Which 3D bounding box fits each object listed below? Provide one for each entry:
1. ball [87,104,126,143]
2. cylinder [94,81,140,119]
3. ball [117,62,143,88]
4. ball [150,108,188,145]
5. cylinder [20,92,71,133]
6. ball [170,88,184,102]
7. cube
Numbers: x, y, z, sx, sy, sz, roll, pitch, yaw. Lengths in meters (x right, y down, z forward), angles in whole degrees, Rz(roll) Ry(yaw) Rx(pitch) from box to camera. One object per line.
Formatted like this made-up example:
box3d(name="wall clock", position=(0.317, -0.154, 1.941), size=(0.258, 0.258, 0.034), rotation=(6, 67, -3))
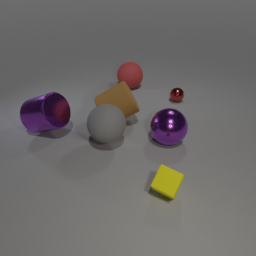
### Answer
box3d(name="ball", position=(-0.774, -0.162, 10.059), size=(1.400, 1.400, 1.400), rotation=(0, 31, 0))
box3d(name="cylinder", position=(-0.442, -0.989, 11.512), size=(1.400, 1.400, 1.400), rotation=(-28, 31, 9))
box3d(name="ball", position=(0.109, -2.842, 15.044), size=(1.400, 1.400, 1.400), rotation=(0, 31, 0))
box3d(name="ball", position=(1.532, -0.046, 10.485), size=(1.400, 1.400, 1.400), rotation=(0, 31, 0))
box3d(name="cylinder", position=(-3.216, -0.581, 10.936), size=(1.400, 1.400, 1.400), rotation=(-9, 23, 34))
box3d(name="ball", position=(2.411, -1.634, 13.769), size=(0.700, 0.700, 0.700), rotation=(0, 31, 0))
box3d(name="cube", position=(1.146, 1.569, 8.112), size=(0.700, 0.700, 0.700), rotation=(24, 77, 18))
